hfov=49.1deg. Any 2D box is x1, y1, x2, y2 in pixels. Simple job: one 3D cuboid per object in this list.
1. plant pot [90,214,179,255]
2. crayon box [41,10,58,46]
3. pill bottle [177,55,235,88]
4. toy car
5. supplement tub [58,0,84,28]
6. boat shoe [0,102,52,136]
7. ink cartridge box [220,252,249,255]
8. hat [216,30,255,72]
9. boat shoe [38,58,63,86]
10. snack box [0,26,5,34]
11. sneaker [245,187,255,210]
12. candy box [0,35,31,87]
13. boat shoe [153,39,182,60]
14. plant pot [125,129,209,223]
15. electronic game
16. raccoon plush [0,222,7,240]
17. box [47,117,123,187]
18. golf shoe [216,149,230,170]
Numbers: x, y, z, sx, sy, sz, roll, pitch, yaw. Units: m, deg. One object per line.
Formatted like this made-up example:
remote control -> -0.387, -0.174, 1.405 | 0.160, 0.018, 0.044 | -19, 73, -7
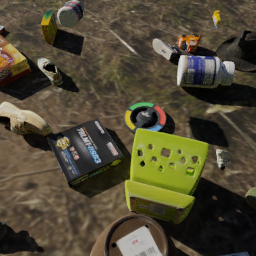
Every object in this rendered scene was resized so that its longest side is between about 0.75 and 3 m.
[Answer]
plant pot -> 0.174, 3.150, 6.506 | 2.574, 2.754, 2.574 | 0, 51, 0
crayon box -> -3.981, -5.045, 14.122 | 0.412, 1.030, 1.623 | 0, 51, 1
pill bottle -> 3.246, -2.343, 11.799 | 2.168, 1.298, 1.298 | 4, 52, 3
toy car -> 3.232, -4.369, 12.996 | 1.144, 2.332, 0.776 | 6, 62, -17
supplement tub -> -1.960, -3.976, 9.743 | 0.709, 0.709, 1.011 | 8, 41, 6
boat shoe -> -3.961, -0.155, 10.363 | 2.577, 0.950, 0.891 | 20, 56, 26
ink cartridge box -> 2.980, 3.805, 7.599 | 0.895, 0.195, 0.777 | -8, 27, -1
hat -> 5.646, -3.890, 13.179 | 2.719, 1.097, 2.719 | 0, 52, -1
boat shoe -> -3.495, -2.677, 12.488 | 0.696, 0.637, 1.863 | -32, 58, -23
snack box -> -7.157, -4.660, 14.322 | 0.699, 0.236, 1.943 | 15, 53, 12
sneaker -> 5.036, 2.052, 8.380 | 2.619, 1.176, 0.878 | 9, 52, 7
candy box -> -6.004, -3.185, 12.770 | 1.736, 0.840, 2.976 | -35, 61, -25
boat shoe -> 1.889, -3.804, 13.519 | 0.730, 0.588, 1.574 | -16, 53, -31
plant pot -> 1.025, 1.524, 8.258 | 2.160, 2.171, 1.970 | 13, 59, 9
electronic game -> 0.661, -0.379, 10.847 | 1.676, 0.349, 1.676 | 0, 51, 0
raccoon plush -> -3.871, 2.964, 7.842 | 0.640, 0.887, 1.324 | -7, 52, -6
box -> -1.516, 0.772, 9.851 | 2.030, 0.508, 2.045 | -23, 56, -16
golf shoe -> 2.534, 0.862, 7.509 | 0.312, 0.797, 0.387 | 7, 62, 38
